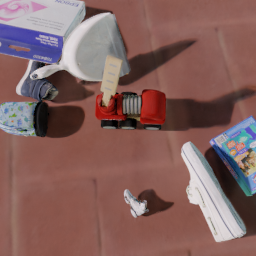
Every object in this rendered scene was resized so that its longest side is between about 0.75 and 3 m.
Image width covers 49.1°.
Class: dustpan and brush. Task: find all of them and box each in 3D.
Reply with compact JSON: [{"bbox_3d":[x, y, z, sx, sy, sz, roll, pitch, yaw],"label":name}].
[{"bbox_3d":[-1.576,-2.092,8.669,2.943,2.054,0.842,-29,34,-15],"label":"dustpan and brush"}]

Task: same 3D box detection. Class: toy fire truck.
[{"bbox_3d":[0.048,-0.852,7.749,2.044,2.322,1.494,2,81,4],"label":"toy fire truck"}]

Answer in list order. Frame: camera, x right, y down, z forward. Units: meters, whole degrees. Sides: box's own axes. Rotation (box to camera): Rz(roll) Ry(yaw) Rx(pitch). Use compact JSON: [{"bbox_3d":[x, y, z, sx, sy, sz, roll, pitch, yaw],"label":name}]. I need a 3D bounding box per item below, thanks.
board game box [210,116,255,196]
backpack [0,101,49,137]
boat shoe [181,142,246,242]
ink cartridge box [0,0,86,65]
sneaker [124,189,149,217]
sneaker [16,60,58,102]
[{"bbox_3d":[3.592,0.804,8.281,1.452,0.430,1.909,-29,73,-4],"label":"board game box"},{"bbox_3d":[-3.250,-0.307,8.496,1.396,1.073,1.139,0,77,12],"label":"backpack"},{"bbox_3d":[2.065,1.777,7.690,0.941,1.036,2.817,-33,72,19],"label":"boat shoe"},{"bbox_3d":[-3.168,-3.471,9.256,2.794,0.616,2.846,12,53,5],"label":"ink cartridge box"},{"bbox_3d":[0.240,2.050,7.816,0.477,0.312,0.830,-24,91,18],"label":"sneaker"},{"bbox_3d":[-2.669,-1.655,8.987,1.227,0.646,1.699,20,82,17],"label":"sneaker"}]
